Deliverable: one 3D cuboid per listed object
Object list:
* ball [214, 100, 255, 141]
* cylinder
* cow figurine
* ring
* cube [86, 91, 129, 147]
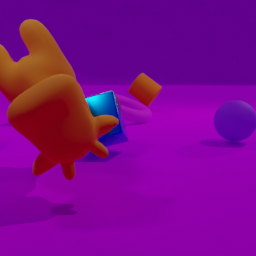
[{"bbox_3d":[2.108,-0.141,5.519,0.804,0.804,0.804,0,9,0],"label":"ball"},{"bbox_3d":[0.679,-1.514,11.160,0.983,0.983,0.983,38,16,5],"label":"cylinder"},{"bbox_3d":[-0.822,-0.282,3.052,0.936,1.679,1.706,-33,-5,-5],"label":"cow figurine"},{"bbox_3d":[-0.111,-0.640,8.537,1.772,0.354,1.772,19,16,-6],"label":"ring"},{"bbox_3d":[-0.450,-0.094,4.643,0.713,0.713,0.713,-14,-15,4],"label":"cube"}]
